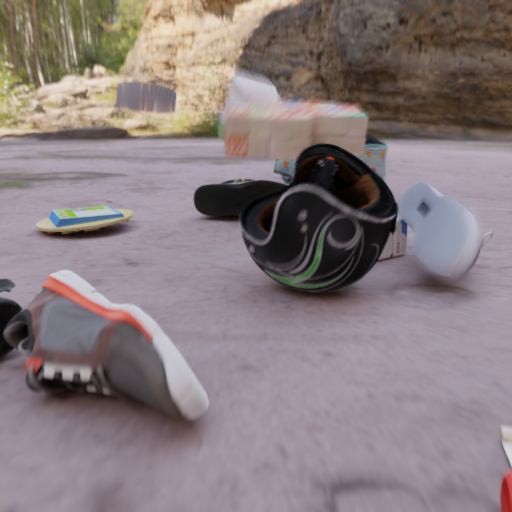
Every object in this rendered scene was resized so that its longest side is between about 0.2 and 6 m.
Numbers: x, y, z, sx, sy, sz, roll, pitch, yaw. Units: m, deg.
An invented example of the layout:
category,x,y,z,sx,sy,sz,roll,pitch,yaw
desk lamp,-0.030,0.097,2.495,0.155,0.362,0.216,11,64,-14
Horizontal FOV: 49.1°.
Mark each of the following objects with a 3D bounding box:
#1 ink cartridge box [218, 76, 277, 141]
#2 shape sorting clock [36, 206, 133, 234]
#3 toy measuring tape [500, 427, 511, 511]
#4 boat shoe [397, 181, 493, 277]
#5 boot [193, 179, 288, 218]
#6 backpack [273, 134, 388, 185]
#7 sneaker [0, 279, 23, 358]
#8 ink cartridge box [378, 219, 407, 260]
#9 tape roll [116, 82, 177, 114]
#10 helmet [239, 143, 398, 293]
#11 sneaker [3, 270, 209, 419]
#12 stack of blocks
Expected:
category,x,y,z,sx,sy,sz,roll,pitch,yaw
ink cartridge box,-0.182,-2.890,11.360,0.888,1.216,0.513,10,42,-14
shape sorting clock,-3.590,-0.743,11.811,1.983,0.389,1.983,-1,13,0
toy measuring tape,1.781,1.358,3.500,0.591,0.591,1.606,4,15,13
boat shoe,2.991,-0.241,8.637,1.142,0.990,2.680,36,16,-15
boot,0.076,-1.406,13.292,2.658,0.959,2.007,4,13,15
backpack,1.946,-2.253,14.177,2.393,2.087,2.722,-4,11,-29
sneaker,-3.502,0.721,5.478,1.497,0.862,2.871,11,13,36
ink cartridge box,2.199,-0.297,9.597,0.855,0.624,0.360,-9,14,-39
tape roll,-1.874,-2.694,9.587,1.010,0.334,1.010,6,3,0
helmet,0.790,-0.392,7.658,1.914,1.825,1.914,20,41,-18
sneaker,-1.425,0.965,4.936,2.495,0.962,1.022,18,52,45
stack of blocks,0.562,-1.910,8.448,2.076,0.608,1.196,2,26,-6
